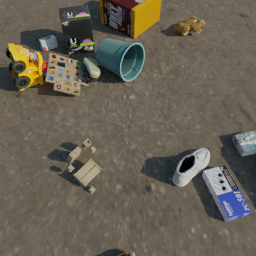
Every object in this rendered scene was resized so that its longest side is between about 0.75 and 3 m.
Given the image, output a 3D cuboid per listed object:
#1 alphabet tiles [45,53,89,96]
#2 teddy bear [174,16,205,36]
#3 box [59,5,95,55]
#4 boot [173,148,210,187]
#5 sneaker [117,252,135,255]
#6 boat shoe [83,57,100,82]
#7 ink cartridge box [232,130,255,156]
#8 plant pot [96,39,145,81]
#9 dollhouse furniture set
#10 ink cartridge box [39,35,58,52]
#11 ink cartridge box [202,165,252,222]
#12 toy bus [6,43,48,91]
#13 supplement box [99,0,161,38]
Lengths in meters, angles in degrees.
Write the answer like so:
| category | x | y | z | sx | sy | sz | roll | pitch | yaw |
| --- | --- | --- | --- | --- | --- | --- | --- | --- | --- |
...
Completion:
| category | x | y | z | sx | sy | sz | roll | pitch | yaw |
| --- | --- | --- | --- | --- | --- | --- | --- | --- | --- |
| alphabet tiles | -2.745 | -2.449 | 12.904 | 1.936 | 0.087 | 2.316 | 12 | 49 | -22 |
| teddy bear | 3.450 | -5.650 | 15.605 | 1.435 | 0.661 | 1.980 | 24 | 48 | 12 |
| box | -2.544 | -4.910 | 14.096 | 1.461 | 1.967 | 1.223 | -10 | 53 | -8 |
| boot | 2.360 | 1.225 | 9.993 | 0.721 | 0.937 | 1.960 | 34 | 60 | 24 |
| sneaker | -0.132 | 4.447 | 7.746 | 1.020 | 0.707 | 1.821 | -12 | 43 | -4 |
| boat shoe | -1.755 | -2.820 | 13.322 | 0.753 | 0.628 | 2.018 | 5 | 34 | -21 |
| ink cartridge box | 4.970 | 0.530 | 10.875 | 1.537 | 0.387 | 0.838 | -11 | 53 | -7 |
| plant pot | -0.430 | -3.318 | 13.142 | 1.754 | 1.791 | 1.791 | 28 | 57 | 30 |
| dollhouse furniture set | -1.456 | 1.429 | 10.288 | 1.560 | 0.762 | 1.330 | 45 | 63 | 2 |
| ink cartridge box | -4.136 | -4.415 | 14.594 | 0.805 | 0.587 | 0.333 | -27 | 55 | -20 |
| ink cartridge box | 3.336 | 2.198 | 9.581 | 0.847 | 0.398 | 1.801 | -14 | 54 | -9 |
| toy bus | -4.349 | -2.813 | 12.584 | 1.860 | 1.937 | 1.315 | -15 | 55 | -21 |
| supplement box | 0.134 | -6.698 | 15.682 | 2.478 | 1.645 | 2.444 | 32 | 59 | 22 |
